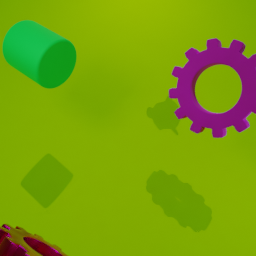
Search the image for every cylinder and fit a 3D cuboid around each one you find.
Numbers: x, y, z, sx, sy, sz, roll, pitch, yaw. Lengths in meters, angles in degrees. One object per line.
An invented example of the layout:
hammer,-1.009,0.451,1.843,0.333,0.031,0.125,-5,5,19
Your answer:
cylinder,-1.739,-1.459,5.571,1.027,1.027,1.027,33,66,21

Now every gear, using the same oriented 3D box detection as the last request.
gear,1.736,-0.761,5.473,1.855,0.343,1.855,4,98,30
gear,-1.464,2.219,4.721,1.742,1.742,0.322,27,73,14
